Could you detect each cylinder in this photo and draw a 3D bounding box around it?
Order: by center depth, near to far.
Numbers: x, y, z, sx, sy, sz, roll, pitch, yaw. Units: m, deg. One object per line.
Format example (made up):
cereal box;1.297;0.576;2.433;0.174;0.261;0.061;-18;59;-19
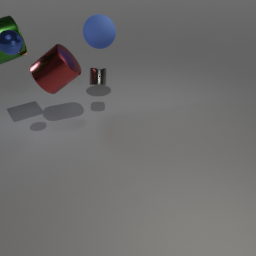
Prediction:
cylinder;-4.440;-2.971;9.667;1.400;1.400;1.400;-27;39;-20
cylinder;-2.769;-2.262;10.814;1.400;1.400;1.400;-33;27;16
cylinder;-1.265;-2.163;11.802;0.700;0.700;0.700;2;10;0

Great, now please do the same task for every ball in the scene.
ball;-3.395;-2.462;8.069;0.700;0.700;0.700;0;31;0
ball;-1.218;-4.101;11.953;1.400;1.400;1.400;0;31;0
